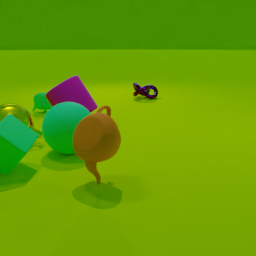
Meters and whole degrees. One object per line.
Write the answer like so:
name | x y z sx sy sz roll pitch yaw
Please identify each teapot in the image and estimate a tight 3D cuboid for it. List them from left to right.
teapot | -3.079 -0.157 7.233 1.868 1.161 0.914 25 -24 -14
teapot | -3.224 -0.955 10.810 1.436 0.703 0.893 -6 -8 33
teapot | -0.554 0.274 5.362 0.970 1.560 0.764 -2 -21 32

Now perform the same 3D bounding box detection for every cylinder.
cylinder | -1.776 -0.842 8.883 1.213 1.213 1.213 -32 8 5

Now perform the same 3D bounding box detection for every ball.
ball | -1.444 0.001 6.854 1.271 1.271 1.271 0 17 0

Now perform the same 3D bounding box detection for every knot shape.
knot shape | 0.710 -1.769 13.351 1.336 0.617 1.250 16 16 21

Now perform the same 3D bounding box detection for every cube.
cube | -2.524 0.341 5.891 0.779 0.779 0.779 40 23 -16
